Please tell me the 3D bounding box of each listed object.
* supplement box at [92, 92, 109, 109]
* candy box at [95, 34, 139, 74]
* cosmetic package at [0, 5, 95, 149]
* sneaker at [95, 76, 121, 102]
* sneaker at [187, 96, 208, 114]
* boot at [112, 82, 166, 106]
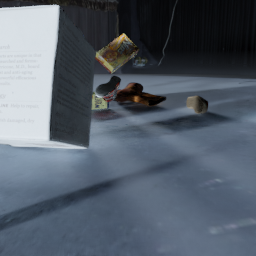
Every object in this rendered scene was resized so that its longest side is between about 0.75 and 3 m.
[{"bbox_3d":[-1.454,-1.200,12.042,0.950,0.638,0.951,-8,16,-31],"label":"supplement box"},{"bbox_3d":[-0.282,-2.011,7.541,1.074,0.620,0.297,-43,-4,-27],"label":"candy box"},{"bbox_3d":[-1.849,-0.800,5.465,1.890,2.272,1.902,1,-9,12],"label":"cosmetic package"},{"bbox_3d":[-0.723,-1.183,9.737,0.507,0.814,1.520,26,37,8],"label":"sneaker"},{"bbox_3d":[2.897,-0.964,11.018,0.710,0.662,1.881,1,14,-6],"label":"sneaker"},{"bbox_3d":[0.753,-1.704,13.747,2.530,0.866,2.381,12,17,38],"label":"boot"}]
